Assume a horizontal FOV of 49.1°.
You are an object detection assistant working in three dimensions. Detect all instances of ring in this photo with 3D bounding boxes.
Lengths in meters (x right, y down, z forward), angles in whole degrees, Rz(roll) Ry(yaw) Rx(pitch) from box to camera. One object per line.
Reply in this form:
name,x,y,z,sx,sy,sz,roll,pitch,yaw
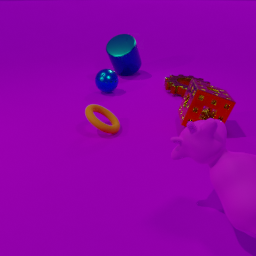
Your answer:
ring,-0.670,-0.248,7.488,1.057,0.211,1.057,30,25,-16

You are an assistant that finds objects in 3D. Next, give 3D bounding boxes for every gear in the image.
gear,2.206,-1.564,10.345,1.689,0.312,1.689,5,29,-3

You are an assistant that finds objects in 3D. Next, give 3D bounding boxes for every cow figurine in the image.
cow figurine,1.491,0.691,4.154,1.717,0.958,1.745,24,38,-25

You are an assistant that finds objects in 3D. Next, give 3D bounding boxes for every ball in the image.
ball,-0.765,-1.709,10.106,0.855,0.855,0.855,0,27,0

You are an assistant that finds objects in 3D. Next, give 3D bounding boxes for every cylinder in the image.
cylinder,-0.159,-3.097,11.945,1.277,1.277,1.277,-7,60,12

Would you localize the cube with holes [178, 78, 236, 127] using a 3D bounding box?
cube with holes,2.012,-0.550,7.370,1.009,1.009,1.009,18,25,-4
